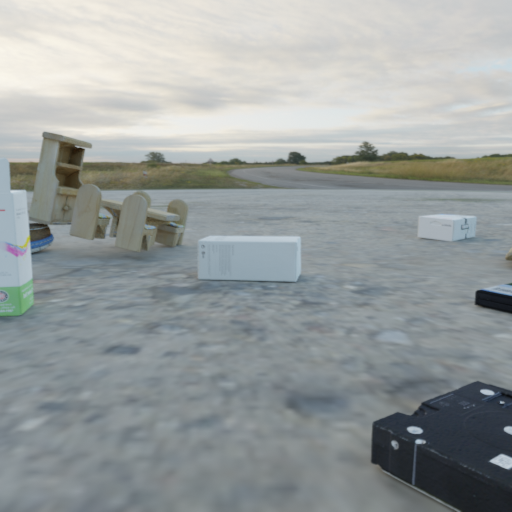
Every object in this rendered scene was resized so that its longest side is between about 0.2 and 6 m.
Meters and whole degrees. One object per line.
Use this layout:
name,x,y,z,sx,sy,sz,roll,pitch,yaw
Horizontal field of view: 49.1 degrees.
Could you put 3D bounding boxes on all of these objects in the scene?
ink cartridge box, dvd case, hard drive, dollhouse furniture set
ink cartridge box,4.015,-0.607,11.796,0.808,0.467,1.107,11,14,44
dvd case,3.519,0.436,5.749,2.117,0.186,1.510,-6,11,-35
hard drive,1.259,0.905,2.337,0.904,0.245,1.294,-7,10,-38
dollhouse furniture set,-2.514,-1.115,9.759,2.373,1.544,2.180,13,6,10
ink cartridge box,-2.698,-0.187,5.434,0.877,1.497,0.504,-1,8,-6

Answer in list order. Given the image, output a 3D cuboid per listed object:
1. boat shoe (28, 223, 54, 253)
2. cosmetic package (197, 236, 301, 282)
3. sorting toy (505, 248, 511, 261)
boat shoe,-4.644,-0.495,8.982,1.031,1.033,2.855,8,10,43
cosmetic package,-0.068,0.018,7.327,1.276,0.541,0.686,2,7,11
sorting toy,4.724,0.074,8.130,1.951,0.261,1.453,5,5,28
